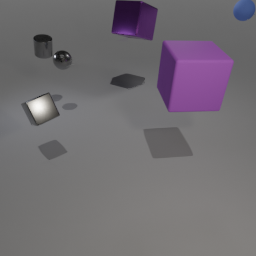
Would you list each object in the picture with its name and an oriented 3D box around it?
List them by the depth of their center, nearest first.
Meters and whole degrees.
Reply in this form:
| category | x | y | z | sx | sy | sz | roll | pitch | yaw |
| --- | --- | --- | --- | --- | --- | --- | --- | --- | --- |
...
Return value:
| category | x | y | z | sx | sy | sz | roll | pitch | yaw |
| --- | --- | --- | --- | --- | --- | --- | --- | --- | --- |
| cube | 1.646 | -1.367 | 7.303 | 1.400 | 1.400 | 1.400 | -2 | 36 | -8 |
| cube | -2.434 | -0.509 | 7.779 | 0.700 | 0.700 | 0.700 | -30 | 15 | -26 |
| ball | 3.959 | -4.018 | 9.541 | 0.700 | 0.700 | 0.700 | 0 | 29 | 0 |
| ball | -2.424 | -2.516 | 10.379 | 0.700 | 0.700 | 0.700 | 0 | 29 | 0 |
| cylinder | -3.303 | -3.179 | 10.918 | 0.700 | 0.700 | 0.700 | 6 | 42 | -6 |
| cube | 0.299 | -4.774 | 12.481 | 1.400 | 1.400 | 1.400 | 19 | 17 | 32 |
